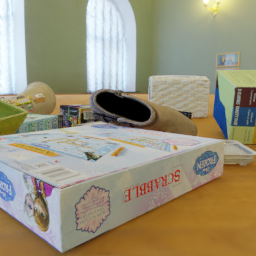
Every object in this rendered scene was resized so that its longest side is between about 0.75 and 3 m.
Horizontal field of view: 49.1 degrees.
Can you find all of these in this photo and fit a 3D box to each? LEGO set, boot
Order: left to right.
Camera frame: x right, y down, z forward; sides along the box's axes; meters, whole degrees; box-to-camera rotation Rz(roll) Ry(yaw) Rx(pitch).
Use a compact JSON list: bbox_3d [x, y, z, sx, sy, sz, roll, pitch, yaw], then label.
[{"bbox_3d":[-3.649,-0.597,9.362,1.015,0.821,2.205,-15,4,20],"label":"LEGO set"},{"bbox_3d":[0.389,-0.208,5.754,2.434,0.855,1.780,13,-1,3],"label":"boot"}]

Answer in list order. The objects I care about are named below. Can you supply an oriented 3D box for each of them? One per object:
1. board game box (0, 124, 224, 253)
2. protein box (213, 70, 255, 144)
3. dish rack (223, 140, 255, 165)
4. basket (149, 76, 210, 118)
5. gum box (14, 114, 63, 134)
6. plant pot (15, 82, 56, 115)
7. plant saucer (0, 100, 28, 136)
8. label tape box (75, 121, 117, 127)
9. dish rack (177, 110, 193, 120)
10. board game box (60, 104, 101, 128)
[{"bbox_3d":[-0.528,0.436,3.964,2.729,0.562,2.723,8,12,44],"label":"board game box"},{"bbox_3d":[3.330,-0.587,6.865,1.997,1.347,1.982,1,22,5],"label":"protein box"},{"bbox_3d":[1.645,0.439,5.050,0.996,0.253,1.161,1,8,1],"label":"dish rack"},{"bbox_3d":[2.161,-1.347,11.955,2.589,1.755,1.597,1,11,5],"label":"basket"},{"bbox_3d":[-3.093,-0.048,7.423,1.926,0.505,2.267,2,9,11],"label":"gum box"},{"bbox_3d":[-3.852,-0.972,11.155,1.502,1.502,1.375,2,20,12],"label":"plant pot"},{"bbox_3d":[-3.455,-0.001,5.184,2.405,0.577,2.408,19,29,40],"label":"plant saucer"},{"bbox_3d":[-0.818,0.070,6.958,1.293,0.409,0.932,6,11,35],"label":"label tape box"},{"bbox_3d":[1.533,-0.406,10.276,1.393,0.380,1.068,-5,9,-28],"label":"dish rack"},{"bbox_3d":[-0.674,-0.408,9.109,2.583,0.732,2.135,-5,8,-28],"label":"board game box"}]
